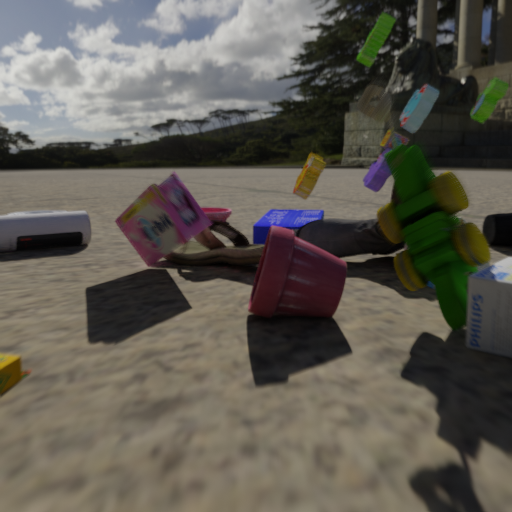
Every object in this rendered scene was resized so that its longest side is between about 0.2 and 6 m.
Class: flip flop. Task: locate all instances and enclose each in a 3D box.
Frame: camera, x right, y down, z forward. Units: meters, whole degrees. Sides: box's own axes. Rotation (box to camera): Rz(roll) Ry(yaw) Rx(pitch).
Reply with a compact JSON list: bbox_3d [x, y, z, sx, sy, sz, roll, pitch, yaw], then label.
[{"bbox_3d":[-0.605,-0.246,9.559,2.527,0.727,1.025,2,11,36],"label":"flip flop"}]

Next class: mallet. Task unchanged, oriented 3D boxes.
[{"bbox_3d":[5.085,-0.218,10.202,1.077,0.673,3.271,2,15,6],"label":"mallet"}]

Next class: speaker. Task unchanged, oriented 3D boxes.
[{"bbox_3d":[-4.247,-0.501,11.102,1.763,0.716,0.716,-6,13,-31],"label":"speaker"}]

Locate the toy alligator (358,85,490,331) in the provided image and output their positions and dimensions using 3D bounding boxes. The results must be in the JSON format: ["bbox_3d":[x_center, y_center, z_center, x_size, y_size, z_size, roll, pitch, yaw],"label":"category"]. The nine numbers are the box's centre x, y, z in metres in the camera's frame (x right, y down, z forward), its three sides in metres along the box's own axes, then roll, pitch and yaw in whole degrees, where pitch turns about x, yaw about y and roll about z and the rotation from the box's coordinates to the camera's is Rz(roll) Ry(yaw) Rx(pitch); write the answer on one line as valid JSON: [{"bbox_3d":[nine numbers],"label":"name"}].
[{"bbox_3d":[2.045,-0.640,6.795,0.957,3.226,0.875,-29,-27,32],"label":"toy alligator"}]

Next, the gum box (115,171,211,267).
[{"bbox_3d":[-1.468,-0.539,8.727,0.556,0.953,1.680,-39,7,-35],"label":"gum box"}]

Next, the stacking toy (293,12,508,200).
[{"bbox_3d":[2.747,-2.255,10.736,2.794,3.706,0.871,25,14,-7],"label":"stacking toy"}]

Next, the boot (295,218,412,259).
[{"bbox_3d":[1.900,-0.416,9.421,2.258,0.788,1.486,-7,-6,-22],"label":"boot"}]

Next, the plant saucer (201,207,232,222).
[{"bbox_3d":[-1.315,-1.065,14.935,1.337,0.339,1.337,-1,12,0],"label":"plant saucer"}]

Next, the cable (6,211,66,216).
[{"bbox_3d":[-5.087,-0.770,13.014,1.426,0.494,1.426,-9,15,-40],"label":"cable"}]

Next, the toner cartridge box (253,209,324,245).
[{"bbox_3d":[0.740,-0.536,11.617,1.263,0.574,2.660,3,12,9],"label":"toner cartridge box"}]

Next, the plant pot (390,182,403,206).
[{"bbox_3d":[3.028,-1.121,10.757,1.075,1.150,1.075,-13,45,14],"label":"plant pot"}]

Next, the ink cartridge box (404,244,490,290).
[{"bbox_3d":[2.824,0.093,8.644,0.846,0.498,1.469,-1,11,-7],"label":"ink cartridge box"}]

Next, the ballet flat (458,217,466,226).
[{"bbox_3d":[3.642,-0.357,10.335,0.780,0.722,2.211,9,14,26],"label":"ballet flat"}]

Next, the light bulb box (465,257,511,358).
[{"bbox_3d":[2.944,0.542,5.618,1.250,0.780,1.239,9,15,41],"label":"light bulb box"}]

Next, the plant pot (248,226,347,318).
[{"bbox_3d":[0.503,0.272,6.623,0.976,1.090,1.090,15,11,-1],"label":"plant pot"}]

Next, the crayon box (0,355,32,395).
[{"bbox_3d":[-2.376,1.022,4.626,0.590,0.236,0.929,2,11,10],"label":"crayon box"}]
